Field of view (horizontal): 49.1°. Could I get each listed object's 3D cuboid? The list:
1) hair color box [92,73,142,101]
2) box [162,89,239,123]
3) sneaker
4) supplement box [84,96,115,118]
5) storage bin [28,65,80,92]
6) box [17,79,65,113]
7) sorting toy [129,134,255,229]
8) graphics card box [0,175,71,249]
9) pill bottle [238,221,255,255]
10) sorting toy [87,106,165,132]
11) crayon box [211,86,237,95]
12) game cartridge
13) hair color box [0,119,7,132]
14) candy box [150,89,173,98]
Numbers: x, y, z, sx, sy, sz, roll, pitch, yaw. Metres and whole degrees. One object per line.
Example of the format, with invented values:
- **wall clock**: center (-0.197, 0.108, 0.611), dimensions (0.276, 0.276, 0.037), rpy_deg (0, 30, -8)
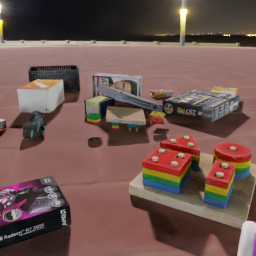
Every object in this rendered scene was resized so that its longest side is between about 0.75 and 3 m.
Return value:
- **hair color box**: center (-0.554, -2.063, 14.190), dimensions (2.431, 1.203, 0.737), rpy_deg (7, 22, 19)
- **box**: center (3.205, -1.051, 12.188), dimensions (2.288, 0.697, 2.838), rpy_deg (12, 23, 38)
- **sneaker**: center (-3.241, -0.087, 10.003), dimensions (0.676, 0.643, 1.705), rpy_deg (9, 27, -8)
- **supplement box**: center (-1.218, -0.930, 12.008), dimensions (0.937, 0.630, 0.938), rpy_deg (14, 25, 32)
- **storage bin**: center (-4.226, -2.846, 16.192), dimensions (2.752, 1.290, 1.861), rpy_deg (-6, 22, -13)
- **box**: center (-3.937, -1.522, 12.944), dimensions (1.365, 1.070, 2.195), rpy_deg (2, 21, 4)
- **sorting toy**: center (1.696, 0.932, 6.709), dimensions (2.511, 0.874, 2.496), rpy_deg (11, 23, 27)
- **graphics card box**: center (-2.270, 1.636, 5.358), dimensions (2.073, 0.527, 1.300), rpy_deg (-10, 22, -27)
- **pill bottle**: center (2.483, 1.965, 3.955), dimensions (1.709, 0.891, 0.891), rpy_deg (9, 22, 23)
- **sorting toy**: center (-0.014, -0.315, 10.423), dimensions (2.897, 0.490, 1.397), rpy_deg (4, 22, -4)
- **crayon box**: center (4.787, -1.629, 14.064), dimensions (1.189, 0.488, 1.891), rpy_deg (9, 23, 22)
- **game cartridge**: center (0.089, -1.252, 12.032), dimensions (2.550, 0.490, 1.653), rpy_deg (14, 6, -35)
- **hair color box**: center (-5.125, -0.118, 10.205), dimensions (1.226, 0.392, 0.680), rpy_deg (9, 22, 26)
- **candy box**: center (1.772, -1.850, 14.933), dimensions (1.055, 0.298, 0.615), rpy_deg (-6, 20, -19)
